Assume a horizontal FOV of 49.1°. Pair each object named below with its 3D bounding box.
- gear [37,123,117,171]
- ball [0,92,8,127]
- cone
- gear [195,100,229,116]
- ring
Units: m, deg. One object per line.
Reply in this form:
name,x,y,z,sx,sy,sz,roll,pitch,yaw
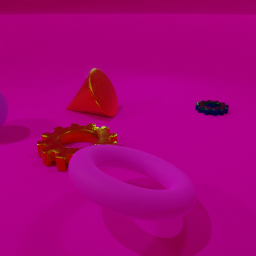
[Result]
gear,-1.190,0.398,6.739,1.852,0.343,1.852,0,24,0
ball,-3.824,-0.492,7.260,1.333,1.333,1.333,0,24,0
cone,-1.392,-0.876,9.072,1.587,1.581,1.581,-20,16,24
gear,2.787,-0.679,9.315,1.061,0.196,1.061,0,24,0
ring,0.079,0.791,4.500,2.070,0.414,2.070,15,13,-3
